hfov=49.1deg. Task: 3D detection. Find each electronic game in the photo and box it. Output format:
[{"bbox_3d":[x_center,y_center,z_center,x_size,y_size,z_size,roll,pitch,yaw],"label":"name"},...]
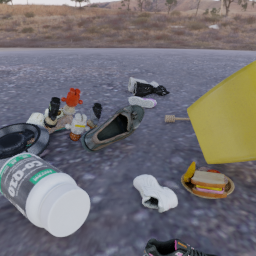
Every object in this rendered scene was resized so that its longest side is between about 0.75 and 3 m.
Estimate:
[{"bbox_3d":[-3.755,0.570,9.065,2.438,0.507,2.438,-5,34,4],"label":"electronic game"}]

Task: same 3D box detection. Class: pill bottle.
[{"bbox_3d":[-1.878,1.417,6.193,2.127,1.203,1.203,18,27,41],"label":"pill bottle"}]

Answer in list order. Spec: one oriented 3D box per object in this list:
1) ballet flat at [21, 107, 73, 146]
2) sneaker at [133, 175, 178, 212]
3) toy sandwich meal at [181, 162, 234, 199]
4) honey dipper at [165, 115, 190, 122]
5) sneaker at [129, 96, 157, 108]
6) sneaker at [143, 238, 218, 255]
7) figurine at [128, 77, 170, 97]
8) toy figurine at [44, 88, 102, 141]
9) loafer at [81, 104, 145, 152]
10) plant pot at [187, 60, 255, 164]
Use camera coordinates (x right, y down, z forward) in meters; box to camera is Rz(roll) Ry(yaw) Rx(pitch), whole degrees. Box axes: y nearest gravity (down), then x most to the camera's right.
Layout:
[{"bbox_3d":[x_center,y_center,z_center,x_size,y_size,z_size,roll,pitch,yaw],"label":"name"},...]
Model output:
[{"bbox_3d":[-3.261,-0.213,10.910,0.987,0.975,2.901,10,23,25],"label":"ballet flat"},{"bbox_3d":[0.514,1.579,6.807,0.671,0.526,1.350,-20,27,-35],"label":"sneaker"},{"bbox_3d":[2.091,1.337,7.400,1.522,0.521,1.522,0,20,0],"label":"toy sandwich meal"},{"bbox_3d":[2.504,-0.384,12.407,1.735,0.329,0.329,3,20,-5],"label":"honey dipper"},{"bbox_3d":[0.801,-1.365,14.793,1.451,0.526,0.827,16,19,20],"label":"sneaker"},{"bbox_3d":[0.957,2.249,4.824,1.446,0.624,0.581,2,22,3],"label":"sneaker"},{"bbox_3d":[1.250,-2.476,17.348,2.137,0.943,2.190,3,19,-14],"label":"figurine"},{"bbox_3d":[-2.010,-0.452,10.437,1.759,1.243,1.787,32,36,8],"label":"toy figurine"},{"bbox_3d":[-0.290,-0.055,9.853,2.878,1.034,0.905,-35,5,-35],"label":"loafer"},{"bbox_3d":[3.057,-0.090,7.966,2.128,2.413,2.413,-23,-14,20],"label":"plant pot"}]
